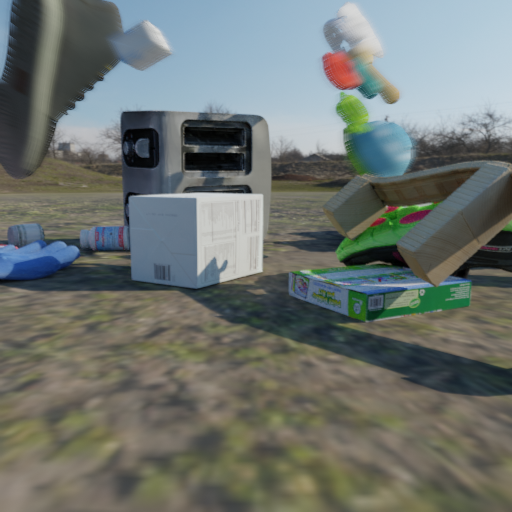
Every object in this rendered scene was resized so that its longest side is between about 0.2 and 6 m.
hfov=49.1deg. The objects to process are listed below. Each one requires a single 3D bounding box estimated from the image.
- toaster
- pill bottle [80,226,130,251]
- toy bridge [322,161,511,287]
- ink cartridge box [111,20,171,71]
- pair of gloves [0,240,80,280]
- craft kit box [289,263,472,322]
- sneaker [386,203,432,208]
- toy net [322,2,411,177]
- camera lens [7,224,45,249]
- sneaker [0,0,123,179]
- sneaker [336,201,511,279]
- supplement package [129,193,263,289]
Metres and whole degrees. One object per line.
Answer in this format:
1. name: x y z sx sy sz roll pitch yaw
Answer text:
1. toaster: -1.139 -1.511 11.306 2.972 2.687 1.763 -5 13 -32
2. pill bottle: -2.834 -0.322 10.524 0.861 0.468 0.468 -2 8 -6
3. toy bridge: 2.021 -0.321 5.434 1.342 0.543 3.993 -41 26 -2
4. ink cartridge box: -1.476 -2.729 7.331 0.533 0.312 0.918 -26 8 7
5. pair of gloves: -4.610 0.033 8.287 3.624 0.413 2.914 7 11 37
6. craft kit box: 1.341 0.363 6.277 1.451 0.352 1.433 -4 12 -27
7. sneaker: 3.227 -0.914 11.688 3.217 1.184 1.897 -6 17 -23
8. toy net: 1.648 -3.174 9.958 2.198 4.191 0.809 23 -44 -35
9. camera lens: -4.439 -0.374 10.831 0.594 0.475 0.475 -7 11 -39
10. sneaker: -3.371 -2.861 9.775 1.253 3.351 1.780 39 31 22
11. sneaker: 2.047 -0.044 6.946 1.076 1.174 2.803 -38 15 -27
12. supplement package: -0.779 -0.273 7.706 1.158 1.150 1.526 5 10 33
